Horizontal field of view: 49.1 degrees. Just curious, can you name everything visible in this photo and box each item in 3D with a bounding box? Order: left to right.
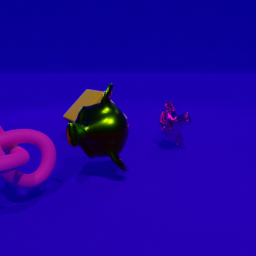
[{"bbox_3d":[-1.532,0.339,3.731,1.185,0.585,1.266,25,23,-29],"label":"knot shape"},{"bbox_3d":[-0.785,-0.252,6.639,0.922,0.922,0.922,-51,31,-13],"label":"cube"},{"bbox_3d":[-0.445,0.037,4.378,0.862,1.431,1.030,-9,0,12],"label":"monkey head"},{"bbox_3d":[1.056,-0.117,6.191,0.764,1.062,0.640,-17,-4,24],"label":"monkey head"}]
